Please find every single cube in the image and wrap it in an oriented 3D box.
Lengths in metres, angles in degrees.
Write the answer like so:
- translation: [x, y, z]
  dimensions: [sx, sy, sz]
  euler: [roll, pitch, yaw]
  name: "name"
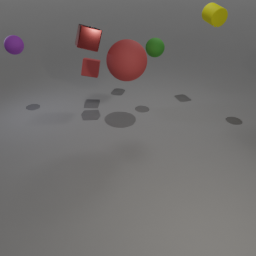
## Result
- translation: [-1.574, -2.561, 11.876]
  dimensions: [0.700, 0.700, 0.700]
  euler: [8, 16, -6]
  name: "cube"
- translation: [-1.319, -2.982, 9.254]
  dimensions: [0.700, 0.700, 0.700]
  euler: [8, 21, -20]
  name: "cube"

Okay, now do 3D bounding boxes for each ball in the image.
- translation: [-0.041, -2.303, 9.578]
  dimensions: [1.400, 1.400, 1.400]
  euler: [0, 29, 0]
  name: "ball"
- translation: [-4.256, -3.102, 10.462]
  dimensions: [0.700, 0.700, 0.700]
  euler: [0, 29, 0]
  name: "ball"
- translation: [0.995, -2.961, 10.316]
  dimensions: [0.700, 0.700, 0.700]
  euler: [0, 29, 0]
  name: "ball"

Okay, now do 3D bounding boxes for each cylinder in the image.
- translation: [3.252, -4.251, 10.526]
  dimensions: [0.700, 0.700, 0.700]
  euler: [-10, 42, -18]
  name: "cylinder"
